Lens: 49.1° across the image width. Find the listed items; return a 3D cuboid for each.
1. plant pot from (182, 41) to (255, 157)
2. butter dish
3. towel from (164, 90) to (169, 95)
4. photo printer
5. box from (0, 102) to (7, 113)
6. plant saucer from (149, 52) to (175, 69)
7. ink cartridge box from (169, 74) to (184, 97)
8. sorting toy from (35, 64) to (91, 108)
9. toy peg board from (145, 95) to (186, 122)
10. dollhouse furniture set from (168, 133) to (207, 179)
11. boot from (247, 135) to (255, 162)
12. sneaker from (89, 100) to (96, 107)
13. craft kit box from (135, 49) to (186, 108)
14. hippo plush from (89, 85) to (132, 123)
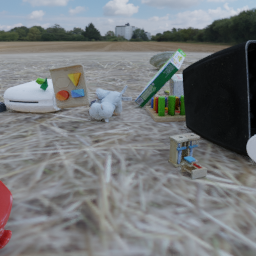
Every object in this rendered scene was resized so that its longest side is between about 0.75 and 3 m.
[{"bbox_3d":[3.360,-0.996,8.708,2.927,2.934,2.603,-14,12,-34],"label":"plant pot"},{"bbox_3d":[-2.221,1.419,4.130,1.435,1.064,1.439,-44,21,9],"label":"butter dish"},{"bbox_3d":[2.812,-1.888,14.954,1.577,0.180,1.133,-9,20,-26],"label":"towel"},{"bbox_3d":[-3.693,-1.459,12.314,2.472,1.032,2.971,4,19,15],"label":"photo printer"},{"bbox_3d":[-5.619,-0.805,11.490,0.682,0.381,0.966,13,23,28],"label":"box"},{"bbox_3d":[3.265,-5.648,24.125,2.818,0.707,2.818,-5,-12,-1],"label":"plant saucer"},{"bbox_3d":[3.435,-1.822,12.963,2.907,1.245,2.146,-2,17,4],"label":"ink cartridge box"},{"bbox_3d":[-2.534,-1.505,10.629,2.143,1.584,0.315,-4,16,21],"label":"sorting toy"},{"bbox_3d":[1.770,-0.953,11.103,1.830,0.895,1.823,-2,19,-8],"label":"toy peg board"},{"bbox_3d":[1.547,0.636,6.738,0.708,0.713,1.011,-8,20,-23],"label":"dollhouse furniture set"},{"bbox_3d":[4.374,0.625,6.752,2.784,1.013,1.257,7,2,24],"label":"boot"},{"bbox_3d":[-1.047,-0.920,11.746,1.202,0.447,0.526,0,24,-1],"label":"sneaker"},{"bbox_3d":[1.479,-2.254,12.493,0.579,2.385,2.355,39,34,-7],"label":"craft kit box"},{"bbox_3d":[-0.737,-0.711,10.581,1.566,1.248,1.259,1,45,26],"label":"hippo plush"}]
